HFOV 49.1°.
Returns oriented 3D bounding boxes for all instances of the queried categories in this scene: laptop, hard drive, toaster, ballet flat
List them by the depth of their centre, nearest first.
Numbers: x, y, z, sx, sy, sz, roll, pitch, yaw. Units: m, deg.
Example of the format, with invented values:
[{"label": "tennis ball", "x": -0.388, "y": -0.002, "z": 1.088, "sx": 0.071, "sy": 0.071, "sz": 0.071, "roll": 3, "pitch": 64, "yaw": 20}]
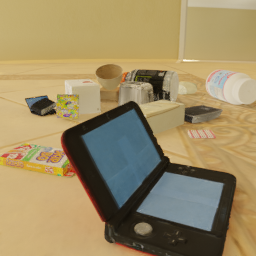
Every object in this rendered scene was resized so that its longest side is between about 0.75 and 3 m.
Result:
[{"label": "hard drive", "x": 2.827, "y": -0.580, "z": 11.277, "sx": 1.762, "sy": 0.373, "sz": 1.189, "roll": -12, "pitch": 21, "yaw": -35}, {"label": "hard drive", "x": -3.568, "y": -0.949, "z": 11.871, "sx": 0.707, "sy": 0.222, "sz": 1.048, "roll": 25, "pitch": 34, "yaw": 12}, {"label": "laptop", "x": -3.635, "y": -0.991, "z": 12.136, "sx": 1.251, "sy": 0.646, "sz": 1.108, "roll": 13, "pitch": 22, "yaw": 43}, {"label": "toaster", "x": 0.307, "y": -1.396, "z": 12.485, "sx": 1.880, "sy": 1.215, "sz": 1.069, "roll": 14, "pitch": 22, "yaw": 39}, {"label": "ballet flat", "x": 2.948, "y": -2.312, "z": 16.476, "sx": 0.819, "sy": 0.819, "sz": 2.359, "roll": -13, "pitch": 20, "yaw": -37}]

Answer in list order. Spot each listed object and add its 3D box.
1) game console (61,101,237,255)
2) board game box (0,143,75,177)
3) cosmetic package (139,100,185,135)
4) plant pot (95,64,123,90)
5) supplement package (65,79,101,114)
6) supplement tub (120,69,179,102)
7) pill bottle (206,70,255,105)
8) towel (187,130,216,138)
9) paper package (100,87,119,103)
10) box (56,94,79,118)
[{"label": "game console", "x": 0.648, "y": 0.651, "z": 5.092, "sx": 2.488, "sy": 1.714, "sz": 2.887, "roll": 8, "pitch": 19, "yaw": 24}, {"label": "board game box", "x": -2.112, "y": 0.785, "z": 7.117, "sx": 2.100, "sy": 0.315, "sz": 1.003, "roll": 9, "pitch": 20, "yaw": 19}, {"label": "cosmetic package", "x": 0.921, "y": -0.384, "z": 9.932, "sx": 1.155, "sy": 0.816, "sz": 2.232, "roll": 15, "pitch": 24, "yaw": 40}, {"label": "plant pot", "x": -0.773, "y": -2.111, "z": 12.106, "sx": 1.183, "sy": 0.794, "sz": 1.183, "roll": -3, "pitch": 44, "yaw": 3}, {"label": "supplement package", "x": -2.077, "y": -1.469, "z": 12.677, "sx": 1.254, "sy": 1.239, "sz": 2.069, "roll": -6, "pitch": 18, "yaw": -19}, {"label": "supplement tub", "x": 1.057, "y": -2.078, "z": 13.965, "sx": 2.694, "sy": 1.650, "sz": 1.650, "roll": 9, "pitch": 19, "yaw": 23}, {"label": "pill bottle", "x": 5.181, "y": -2.034, "z": 13.960, "sx": 1.530, "sy": 1.530, "sz": 2.813, "roll": -4, "pitch": 17, "yaw": -12}, {"label": "towel", "x": 2.403, "y": 0.214, "z": 9.203, "sx": 0.832, "sy": 0.124, "sz": 0.609, "roll": -1, "pitch": 17, "yaw": 4}, {"label": "paper package", "x": -0.932, "y": -1.716, "z": 14.454, "sx": 1.209, "sy": 0.656, "sz": 1.268, "roll": 4, "pitch": 17, "yaw": 12}, {"label": "box", "x": -2.354, "y": -0.858, "z": 10.998, "sx": 0.857, "sy": 0.523, "sz": 0.825, "roll": 1, "pitch": 51, "yaw": -9}]
